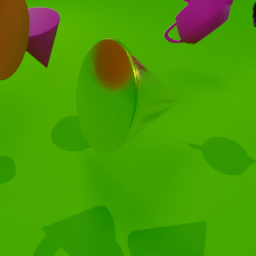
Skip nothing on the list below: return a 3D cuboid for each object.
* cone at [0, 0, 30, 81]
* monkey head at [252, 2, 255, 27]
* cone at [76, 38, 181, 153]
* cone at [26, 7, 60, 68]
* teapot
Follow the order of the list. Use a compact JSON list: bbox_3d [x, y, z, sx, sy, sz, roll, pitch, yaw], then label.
[{"bbox_3d":[-2.374,-1.513,4.090,1.340,1.335,1.335,15,49,1],"label":"cone"},{"bbox_3d":[3.703,-3.099,7.059,0.987,1.638,1.178,2,72,30],"label":"monkey head"},{"bbox_3d":[0.264,-0.453,4.367,1.589,1.583,1.583,-1,42,-36],"label":"cone"},{"bbox_3d":[-2.203,-2.035,6.979,1.341,1.346,1.341,-2,50,2],"label":"cone"},{"bbox_3d":[1.515,-2.370,5.759,0.899,1.836,1.142,53,33,-6],"label":"teapot"}]
